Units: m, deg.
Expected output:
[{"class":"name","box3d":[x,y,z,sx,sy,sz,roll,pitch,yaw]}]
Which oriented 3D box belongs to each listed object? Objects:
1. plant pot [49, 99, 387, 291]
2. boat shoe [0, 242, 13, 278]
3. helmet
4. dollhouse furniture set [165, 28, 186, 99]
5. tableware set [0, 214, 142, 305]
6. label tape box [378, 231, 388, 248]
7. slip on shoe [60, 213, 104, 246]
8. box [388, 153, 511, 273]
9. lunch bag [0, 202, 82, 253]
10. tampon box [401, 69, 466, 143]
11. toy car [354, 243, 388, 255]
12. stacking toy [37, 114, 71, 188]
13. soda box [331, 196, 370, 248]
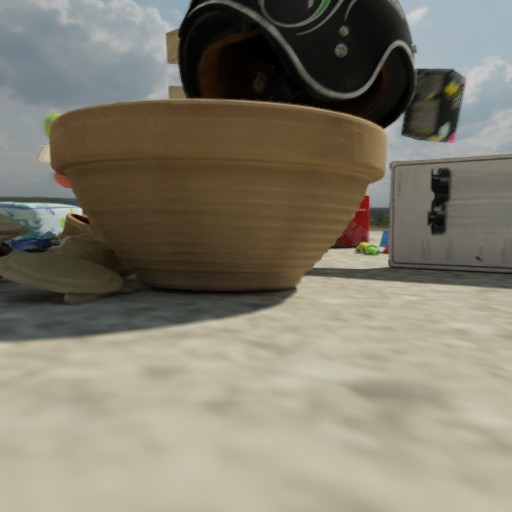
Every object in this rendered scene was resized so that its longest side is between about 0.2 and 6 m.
[{"class":"plant pot","box3d":[-0.380,-0.472,5.801,3.367,1.554,3.367,1,1,0]},{"class":"boat shoe","box3d":[-3.460,-0.011,5.690,1.979,0.731,0.732,-3,10,-41]},{"class":"helmet","box3d":[0.746,-3.055,8.608,3.291,3.291,3.138,4,35,47]},{"class":"dollhouse furniture set","box3d":[-0.265,-3.132,10.837,2.415,2.280,1.576,-13,19,-40]},{"class":"tableware set","box3d":[-2.516,-0.042,5.662,2.923,0.339,2.442,14,9,0]},{"class":"label tape box","box3d":[3.463,-0.358,12.899,0.986,0.433,1.367,2,-2,37]},{"class":"slip on shoe","box3d":[-3.290,-0.499,12.295,3.002,0.910,1.141,3,5,44]},{"class":"box","box3d":[3.256,-0.580,7.711,2.756,1.607,0.829,1,3,37]},{"class":"lunch bag","box3d":[-5.855,-0.711,13.750,2.840,1.171,2.283,1,5,18]},{"class":"tampon box","box3d":[2.969,-2.494,9.366,0.689,1.092,0.818,14,12,34]},{"class":"toy car","box3d":[2.566,-0.145,12.037,1.075,0.240,1.012,1,4,23]},{"class":"stacking toy","box3d":[-3.651,-2.146,11.305,0.606,1.434,1.298,1,-18,22]},{"class":"soda box","box3d":[0.975,-0.953,15.515,4.158,1.456,1.318,-1,3,-7]}]
